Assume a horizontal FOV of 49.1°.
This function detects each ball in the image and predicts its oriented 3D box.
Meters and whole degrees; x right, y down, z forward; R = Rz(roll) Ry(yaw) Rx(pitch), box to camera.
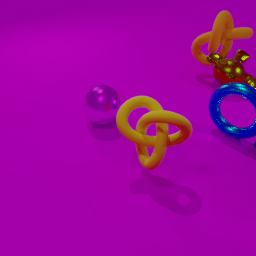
[{"bbox_3d":[-0.650,-0.600,7.262,1.044,1.044,1.044,0,38,0],"label":"ball"}]

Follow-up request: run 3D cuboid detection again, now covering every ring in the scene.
[{"bbox_3d":[2.591,-0.392,6.647,1.449,1.449,0.290,28,46,31],"label":"ring"}]

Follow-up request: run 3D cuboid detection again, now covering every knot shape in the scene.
[{"bbox_3d":[3.068,-2.852,8.891,1.772,1.893,0.875,-20,70,-14],"label":"knot shape"},{"bbox_3d":[0.450,0.163,5.503,1.453,1.359,0.671,20,26,22],"label":"knot shape"}]

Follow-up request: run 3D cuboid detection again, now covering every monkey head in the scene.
[{"bbox_3d":[3.253,-1.856,8.585,1.730,1.245,1.043,36,13,7],"label":"monkey head"}]

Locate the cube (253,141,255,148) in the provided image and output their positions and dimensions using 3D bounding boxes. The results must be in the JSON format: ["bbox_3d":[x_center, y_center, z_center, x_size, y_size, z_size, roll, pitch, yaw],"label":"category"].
[{"bbox_3d":[3.630,0.278,5.956,1.085,1.085,1.085,-1,37,-20],"label":"cube"}]
